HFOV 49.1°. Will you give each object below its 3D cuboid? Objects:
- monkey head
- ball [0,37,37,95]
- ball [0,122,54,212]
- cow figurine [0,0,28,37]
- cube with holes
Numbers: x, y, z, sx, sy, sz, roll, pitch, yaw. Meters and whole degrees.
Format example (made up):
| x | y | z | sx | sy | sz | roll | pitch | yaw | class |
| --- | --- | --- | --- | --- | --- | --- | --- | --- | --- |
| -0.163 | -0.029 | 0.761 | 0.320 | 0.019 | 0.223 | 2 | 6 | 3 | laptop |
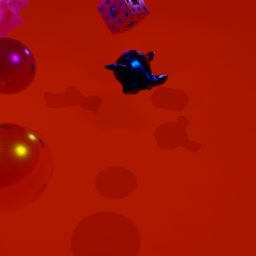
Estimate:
| x | y | z | sx | sy | sz | roll | pitch | yaw | class |
| --- | --- | --- | --- | --- | --- | --- | --- | --- | --- |
| 0.283 | -1.360 | 6.570 | 1.219 | 1.021 | 1.694 | -5 | 18 | 44 | monkey head |
| -2.056 | -1.046 | 4.751 | 0.962 | 0.962 | 0.962 | 0 | 46 | 0 | ball |
| -1.823 | 0.580 | 4.273 | 1.342 | 1.342 | 1.342 | 0 | 46 | 0 | ball |
| -3.291 | -2.921 | 7.240 | 1.644 | 0.902 | 1.617 | -43 | 15 | 3 | cow figurine |
| -0.122 | -3.071 | 7.316 | 0.824 | 0.824 | 0.824 | -35 | 95 | -46 | cube with holes |
